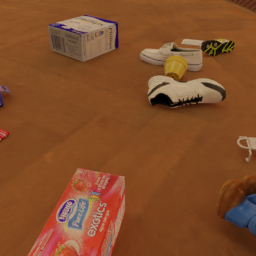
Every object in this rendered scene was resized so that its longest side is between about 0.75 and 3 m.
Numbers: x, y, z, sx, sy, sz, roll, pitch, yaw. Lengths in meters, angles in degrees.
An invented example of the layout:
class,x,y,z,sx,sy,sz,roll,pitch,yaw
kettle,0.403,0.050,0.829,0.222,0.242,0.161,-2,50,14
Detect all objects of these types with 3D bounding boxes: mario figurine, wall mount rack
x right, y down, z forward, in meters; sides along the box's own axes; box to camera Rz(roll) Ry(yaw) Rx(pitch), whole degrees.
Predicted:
class,x,y,z,sx,sy,sz,roll,pitch,yaw
mario figurine,2.764,1.407,3.807,1.731,1.486,2.804,-36,44,-25
wall mount rack,2.937,0.386,6.265,1.071,0.399,0.931,5,39,7

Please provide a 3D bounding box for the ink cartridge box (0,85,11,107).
class,x,y,z,sx,sy,sz,roll,pitch,yaw
ink cartridge box,-4.344,-0.974,7.854,1.875,0.716,1.279,-23,41,-26

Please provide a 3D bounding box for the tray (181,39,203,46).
class,x,y,z,sx,sy,sz,roll,pitch,yaw
tray,2.903,-3.790,12.365,1.012,0.112,0.543,12,38,16

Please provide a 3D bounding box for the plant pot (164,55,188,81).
class,x,y,z,sx,sy,sz,roll,pitch,yaw
plant pot,1.520,-1.859,9.168,0.757,0.757,0.712,10,52,14

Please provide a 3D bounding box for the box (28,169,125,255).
class,x,y,z,sx,sy,sz,roll,pitch,yaw
box,-0.652,1.560,4.133,0.838,0.909,1.771,8,37,12

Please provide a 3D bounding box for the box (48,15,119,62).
class,x,y,z,sx,sy,sz,roll,pitch,yaw
box,-1.760,-3.705,11.375,1.943,1.108,2.113,26,42,30

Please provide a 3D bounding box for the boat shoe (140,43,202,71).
class,x,y,z,sx,sy,sz,roll,pitch,yaw
boat shoe,1.592,-2.752,10.294,2.397,0.800,0.882,15,38,20

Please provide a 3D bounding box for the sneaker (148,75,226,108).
class,x,y,z,sx,sy,sz,roll,pitch,yaw
sneaker,1.598,-0.876,7.844,2.187,0.806,0.875,5,51,13

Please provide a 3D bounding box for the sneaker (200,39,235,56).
class,x,y,z,sx,sy,sz,roll,pitch,yaw
sneaker,3.509,-3.281,11.318,1.632,0.615,0.623,-6,27,-27

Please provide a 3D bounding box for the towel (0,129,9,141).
class,x,y,z,sx,sy,sz,roll,pitch,yaw
towel,-3.652,0.324,6.519,1.017,0.158,1.406,18,39,23
